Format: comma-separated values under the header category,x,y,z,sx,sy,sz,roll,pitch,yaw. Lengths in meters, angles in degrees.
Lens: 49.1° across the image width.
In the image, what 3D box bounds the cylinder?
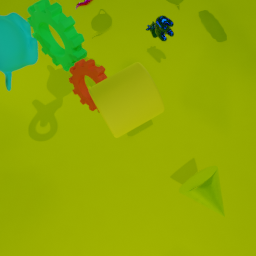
category,x,y,z,sx,sy,sz,roll,pitch,yaw
cylinder,-0.023,-0.432,4.377,0.885,0.885,0.885,-30,64,-2

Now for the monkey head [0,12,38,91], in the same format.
category,x,y,z,sx,sy,sz,roll,pitch,yaw
monkey head,-2.604,-1.723,5.950,1.102,1.316,1.829,-27,99,-28

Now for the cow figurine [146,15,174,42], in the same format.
category,x,y,z,sx,sy,sz,roll,pitch,yaw
cow figurine,0.892,-2.884,7.957,0.515,0.939,0.924,-36,68,-7

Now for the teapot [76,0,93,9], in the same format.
category,x,y,z,sx,sy,sz,roll,pitch,yaw
teapot,-1.275,-4.264,8.321,0.789,1.002,1.612,3,90,-21

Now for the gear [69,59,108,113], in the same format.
category,x,y,z,sx,sy,sz,roll,pitch,yaw
gear,-0.803,-0.924,6.213,1.197,1.197,0.221,34,50,18

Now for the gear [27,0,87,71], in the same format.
category,x,y,z,sx,sy,sz,roll,pitch,yaw
gear,-1.712,-2.179,6.726,1.698,1.698,0.314,36,61,19

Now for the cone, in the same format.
category,x,y,z,sx,sy,sz,roll,pitch,yaw
cone,1.721,1.441,5.797,0.949,0.949,0.952,-35,88,-18
